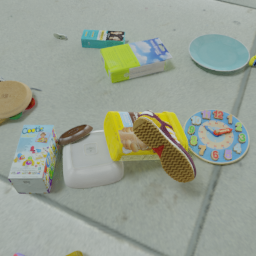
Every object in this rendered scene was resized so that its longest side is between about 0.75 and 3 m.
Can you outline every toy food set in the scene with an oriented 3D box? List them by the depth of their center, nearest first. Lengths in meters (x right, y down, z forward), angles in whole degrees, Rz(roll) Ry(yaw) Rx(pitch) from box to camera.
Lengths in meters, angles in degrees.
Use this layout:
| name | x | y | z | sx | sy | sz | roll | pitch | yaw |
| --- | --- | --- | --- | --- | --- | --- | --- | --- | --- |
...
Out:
| name | x | y | z | sx | sy | sz | roll | pitch | yaw |
| --- | --- | --- | --- | --- | --- | --- | --- | --- | --- |
| toy food set | -5.032 | -1.140 | 11.643 | 2.189 | 0.538 | 2.212 | -15 | 53 | -11 |

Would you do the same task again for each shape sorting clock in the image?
| name | x | y | z | sx | sy | sz | roll | pitch | yaw |
| --- | --- | --- | --- | --- | --- | --- | --- | --- | --- |
| shape sorting clock | 3.324 | 0.248 | 10.585 | 2.460 | 0.483 | 2.460 | 0 | 52 | 0 |

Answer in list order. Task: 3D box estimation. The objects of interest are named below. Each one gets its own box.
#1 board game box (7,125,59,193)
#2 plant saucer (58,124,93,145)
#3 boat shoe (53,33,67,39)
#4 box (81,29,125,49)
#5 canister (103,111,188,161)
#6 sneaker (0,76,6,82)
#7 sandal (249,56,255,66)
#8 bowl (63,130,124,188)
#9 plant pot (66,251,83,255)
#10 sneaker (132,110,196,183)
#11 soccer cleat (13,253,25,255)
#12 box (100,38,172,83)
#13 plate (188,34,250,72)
| name | x | y | z | sx | sy | sz | roll | pitch | yaw |
| --- | --- | --- | --- | --- | --- | --- | --- | --- | --- |
| board game box | -3.131 | 1.037 | 9.572 | 1.106 | 1.086 | 2.108 | 0 | 52 | 0 |
| plant saucer | -1.960 | 0.201 | 10.256 | 1.404 | 0.225 | 1.404 | -21 | 18 | 7 |
| boat shoe | -3.563 | -4.861 | 14.791 | 0.767 | 0.268 | 0.273 | 16 | 31 | 16 |
| box | -1.246 | -4.522 | 14.312 | 2.163 | 0.532 | 0.890 | 4 | 52 | 3 |
| canister | 0.565 | 0.268 | 9.714 | 2.531 | 1.096 | 1.880 | 0 | 49 | -23 |
| sneaker | -5.698 | -2.140 | 12.556 | 0.960 | 0.370 | 0.409 | 14 | 49 | 10 |
| sandal | 6.468 | -3.321 | 13.383 | 1.496 | 0.595 | 0.651 | -39 | 63 | -16 |
| bowl | -1.258 | 0.947 | 9.852 | 2.147 | 0.801 | 2.144 | -7 | 53 | -7 |
| plant pot | -1.546 | 3.809 | 7.651 | 0.778 | 0.687 | 0.778 | -21 | 54 | -16 |
| sneaker | 1.246 | 0.479 | 8.445 | 2.484 | 0.931 | 1.119 | 51 | 34 | -5 |
| soccer cleat | -2.462 | 4.059 | 7.610 | 1.845 | 0.615 | 0.705 | 33 | 27 | 30 |
| box | 0.359 | -3.251 | 13.188 | 2.985 | 0.711 | 1.820 | -15 | 53 | -11 |
| plate | 4.414 | -3.641 | 13.727 | 2.932 | 0.375 | 2.932 | 0 | 52 | 1 |
